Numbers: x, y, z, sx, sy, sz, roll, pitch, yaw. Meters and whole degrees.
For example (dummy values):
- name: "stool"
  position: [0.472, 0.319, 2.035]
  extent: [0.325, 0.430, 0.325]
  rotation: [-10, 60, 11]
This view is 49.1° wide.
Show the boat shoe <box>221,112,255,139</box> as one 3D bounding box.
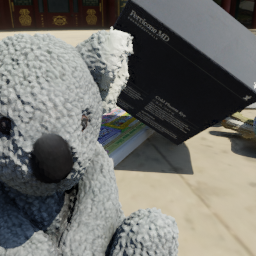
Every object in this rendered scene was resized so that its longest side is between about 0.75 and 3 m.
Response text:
- name: "boat shoe"
  position: [3.026, 0.014, 7.048]
  extent: [1.354, 0.463, 0.506]
  rotation: [28, 25, 11]

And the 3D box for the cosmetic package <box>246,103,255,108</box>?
- name: "cosmetic package"
  position: [3.792, -1.960, 9.728]
  extent: [1.995, 1.993, 2.418]
  rotation: [0, 24, -2]

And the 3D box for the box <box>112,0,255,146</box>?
- name: "box"
  position: [0.853, -1.253, 5.704]
  extent: [2.761, 2.514, 1.437]
  rotation: [33, 58, -12]

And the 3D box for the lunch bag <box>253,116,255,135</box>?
- name: "lunch bag"
  position: [3.698, 0.022, 6.289]
  extent: [1.756, 0.664, 1.407]
  rotation: [26, 32, 13]

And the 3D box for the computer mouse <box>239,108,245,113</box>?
- name: "computer mouse"
  position: [2.181, -0.665, 8.459]
  extent: [2.936, 0.774, 2.033]
  rotation: [3, 20, 35]

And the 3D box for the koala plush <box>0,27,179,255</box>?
- name: "koala plush"
  position: [-1.001, 0.311, 3.211]
  extent: [2.563, 2.890, 2.656]
  rotation: [-9, 24, -18]

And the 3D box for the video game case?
- name: "video game case"
  position: [-0.779, 0.011, 7.251]
  extent: [2.588, 0.314, 2.843]
  rotation: [12, 25, 26]
